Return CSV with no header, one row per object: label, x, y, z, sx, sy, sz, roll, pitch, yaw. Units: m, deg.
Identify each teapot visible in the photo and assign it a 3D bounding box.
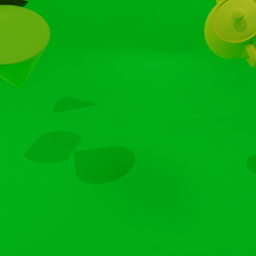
teapot,1.568,-1.552,4.079,0.941,1.513,0.741,-23,-9,17

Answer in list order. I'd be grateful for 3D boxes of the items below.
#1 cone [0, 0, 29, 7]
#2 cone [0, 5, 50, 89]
cone,-2.897,-2.937,6.733,1.090,1.086,1.086,-7,32,8
cone,-2.001,-1.122,4.883,1.350,1.355,1.350,5,58,-7
